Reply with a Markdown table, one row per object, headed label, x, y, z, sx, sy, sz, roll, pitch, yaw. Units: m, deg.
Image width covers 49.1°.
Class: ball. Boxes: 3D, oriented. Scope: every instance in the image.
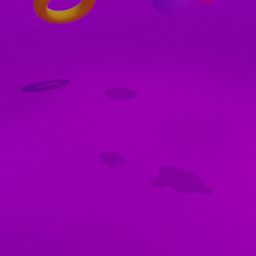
| label | x | y | z | sx | sy | sz | roll | pitch | yaw |
| --- | --- | --- | --- | --- | --- | --- | --- | --- | --- |
| ball | 1.244 | -3.924 | 8.224 | 1.191 | 1.191 | 1.191 | 0 | 30 | 0 |

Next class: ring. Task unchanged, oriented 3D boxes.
| label | x | y | z | sx | sy | sz | roll | pitch | yaw |
| --- | --- | --- | --- | --- | --- | --- | --- | --- | --- |
| ring | -2.050 | -4.141 | 9.219 | 2.085 | 0.417 | 2.085 | -19 | -7 | -2 |

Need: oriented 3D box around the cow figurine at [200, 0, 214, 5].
| label | x | y | z | sx | sy | sz | roll | pitch | yaw |
| --- | --- | --- | --- | --- | --- | --- | --- | --- | --- |
| cow figurine | 1.355 | -2.234 | 4.016 | 0.487 | 0.887 | 0.873 | 14 | 18 | -41 |
